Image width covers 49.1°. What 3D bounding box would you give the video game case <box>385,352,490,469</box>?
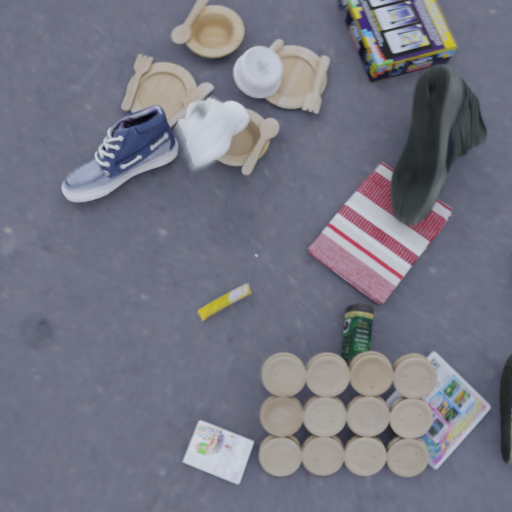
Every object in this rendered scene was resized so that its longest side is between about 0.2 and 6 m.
[{"bbox_3d":[3.242,2.792,10.203,1.540,0.182,1.402,-43,81,-11],"label":"video game case"}]

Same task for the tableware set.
[{"bbox_3d":[-0.638,-3.691,11.947,4.045,0.469,3.379,30,76,8],"label":"tableware set"}]

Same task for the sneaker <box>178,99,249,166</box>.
[{"bbox_3d":[-0.756,-2.551,10.407,0.815,2.317,0.928,-17,117,23],"label":"sneaker"}]

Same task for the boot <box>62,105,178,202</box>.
[{"bbox_3d":[-2.810,-2.060,11.037,2.494,1.127,0.907,-30,55,-11],"label":"boot"}]

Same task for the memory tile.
[{"bbox_3d":[1.556,2.748,9.703,2.992,0.251,2.293,1,102,1],"label":"memory tile"}]

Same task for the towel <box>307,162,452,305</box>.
[{"bbox_3d":[2.476,-0.483,11.139,1.811,0.286,2.515,38,76,12],"label":"towel"}]

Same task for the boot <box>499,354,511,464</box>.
[{"bbox_3d":[5.582,2.848,9.864,2.336,0.847,2.123,3,88,8],"label":"boot"}]

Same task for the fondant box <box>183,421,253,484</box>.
[{"bbox_3d":[-0.660,3.480,9.957,1.053,0.307,0.760,20,75,5],"label":"fondant box"}]

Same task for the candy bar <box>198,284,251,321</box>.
[{"bbox_3d":[-0.597,0.873,10.700,1.106,0.123,0.276,-28,48,-3],"label":"candy bar"}]

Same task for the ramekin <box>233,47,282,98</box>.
[{"bbox_3d":[0.083,-3.872,11.703,1.036,0.483,1.036,3,79,-16],"label":"ramekin"}]

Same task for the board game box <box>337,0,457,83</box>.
[{"bbox_3d":[3.041,-5.100,12.286,1.867,0.640,2.259,-15,74,-6],"label":"board game box"}]

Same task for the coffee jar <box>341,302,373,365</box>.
[{"bbox_3d":[1.880,1.441,10.399,0.483,0.591,1.133,10,75,-6],"label":"coffee jar"}]

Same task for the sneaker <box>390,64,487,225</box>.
[{"bbox_3d":[3.616,-1.953,10.867,1.716,1.145,2.995,15,87,-38],"label":"sneaker"}]
